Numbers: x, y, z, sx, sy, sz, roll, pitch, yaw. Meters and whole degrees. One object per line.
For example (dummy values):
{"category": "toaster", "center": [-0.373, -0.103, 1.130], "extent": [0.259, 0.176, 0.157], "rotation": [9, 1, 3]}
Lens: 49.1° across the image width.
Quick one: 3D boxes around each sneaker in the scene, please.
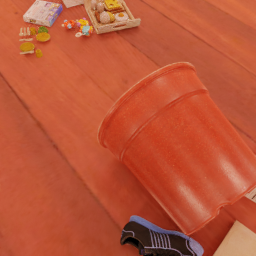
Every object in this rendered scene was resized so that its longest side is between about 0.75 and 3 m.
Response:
{"category": "sneaker", "center": [0.703, 2.621, 6.220], "extent": [1.821, 0.639, 0.709], "rotation": [14, 44, 23]}

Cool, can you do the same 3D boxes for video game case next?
{"category": "video game case", "center": [-3.540, -4.819, 11.737], "extent": [1.171, 0.294, 1.292], "rotation": [13, 56, 9]}

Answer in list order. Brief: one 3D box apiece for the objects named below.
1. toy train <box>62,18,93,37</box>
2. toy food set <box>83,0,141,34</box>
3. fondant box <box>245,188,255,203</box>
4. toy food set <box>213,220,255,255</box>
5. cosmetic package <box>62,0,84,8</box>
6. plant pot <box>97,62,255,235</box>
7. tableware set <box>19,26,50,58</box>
{"category": "toy train", "center": [-1.958, -3.904, 11.079], "extent": [0.992, 0.367, 1.320], "rotation": [-29, 57, -17]}
{"category": "toy food set", "center": [-0.711, -4.868, 11.499], "extent": [1.752, 0.738, 2.442], "rotation": [-16, 56, -11]}
{"category": "fondant box", "center": [4.273, 1.484, 7.048], "extent": [2.390, 0.696, 1.724], "rotation": [33, 61, 20]}
{"category": "toy food set", "center": [2.500, 3.094, 6.079], "extent": [1.351, 0.569, 1.883], "rotation": [36, 54, 23]}
{"category": "cosmetic package", "center": [-2.391, -5.923, 12.182], "extent": [1.011, 0.841, 0.846], "rotation": [-22, 58, -14]}
{"category": "plant pot", "center": [1.330, 0.583, 6.508], "extent": [2.999, 2.999, 2.916], "rotation": [-30, 68, -19]}
{"category": "tableware set", "center": [-3.546, -3.310, 10.731], "extent": [1.150, 0.262, 1.706], "rotation": [-9, 54, -10]}
